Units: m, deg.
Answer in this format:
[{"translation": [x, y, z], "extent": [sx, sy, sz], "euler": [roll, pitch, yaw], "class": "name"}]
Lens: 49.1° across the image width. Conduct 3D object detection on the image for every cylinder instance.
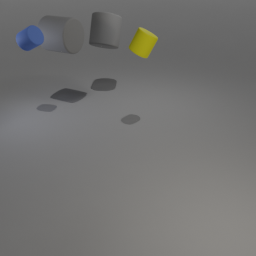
[{"translation": [-2.747, -3.827, 11.488], "extent": [1.400, 1.400, 1.400], "euler": [15, 32, 24], "class": "cylinder"}, {"translation": [-3.484, -3.187, 9.960], "extent": [0.700, 0.700, 0.700], "euler": [-11, 19, 36], "class": "cylinder"}, {"translation": [-1.050, -4.517, 13.071], "extent": [1.400, 1.400, 1.400], "euler": [7, 9, -1], "class": "cylinder"}, {"translation": [0.477, -2.682, 8.827], "extent": [0.700, 0.700, 0.700], "euler": [24, 27, -14], "class": "cylinder"}]
